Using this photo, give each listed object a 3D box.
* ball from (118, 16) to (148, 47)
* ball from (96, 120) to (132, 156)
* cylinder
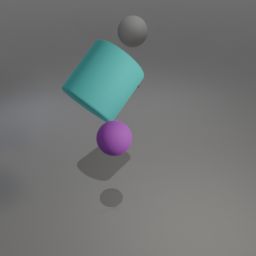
[{"bbox_3d":[0.215,-4.467,13.002,1.400,1.400,1.400,0,31,0],"label":"ball"},{"bbox_3d":[-0.273,0.200,5.518,0.700,0.700,0.700,0,31,0],"label":"ball"},{"bbox_3d":[-0.574,-1.059,6.539,1.400,1.400,1.400,31,83,41],"label":"cylinder"}]
